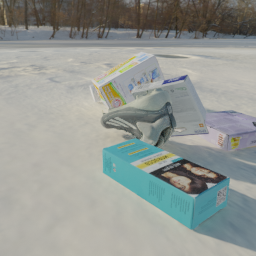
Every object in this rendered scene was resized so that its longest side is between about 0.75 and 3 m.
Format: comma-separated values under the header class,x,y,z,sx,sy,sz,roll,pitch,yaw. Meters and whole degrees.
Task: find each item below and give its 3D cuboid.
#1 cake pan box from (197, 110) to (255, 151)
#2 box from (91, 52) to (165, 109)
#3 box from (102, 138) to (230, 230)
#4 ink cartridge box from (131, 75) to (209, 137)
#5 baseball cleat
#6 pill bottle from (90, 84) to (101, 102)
class,x,y,z,sx,sy,sz,roll,pitch,yaw
cake pan box,2.422,-0.017,6.753,1.523,0.432,1.653,-6,20,-24
box,-0.005,-1.457,8.847,1.967,0.997,1.106,-31,27,-7
box,0.480,0.744,4.429,0.823,0.492,2.000,-15,24,-38
ink cartridge box,0.929,-0.405,5.999,1.356,1.359,0.276,-6,38,40
baseball cleat,0.120,-0.023,6.028,0.803,1.225,2.302,-13,-5,-31
pill bottle,-0.551,-1.442,9.984,1.527,0.856,0.856,-18,22,-9
